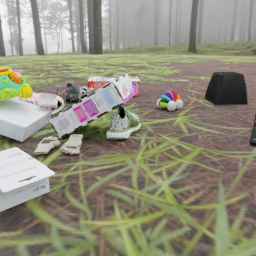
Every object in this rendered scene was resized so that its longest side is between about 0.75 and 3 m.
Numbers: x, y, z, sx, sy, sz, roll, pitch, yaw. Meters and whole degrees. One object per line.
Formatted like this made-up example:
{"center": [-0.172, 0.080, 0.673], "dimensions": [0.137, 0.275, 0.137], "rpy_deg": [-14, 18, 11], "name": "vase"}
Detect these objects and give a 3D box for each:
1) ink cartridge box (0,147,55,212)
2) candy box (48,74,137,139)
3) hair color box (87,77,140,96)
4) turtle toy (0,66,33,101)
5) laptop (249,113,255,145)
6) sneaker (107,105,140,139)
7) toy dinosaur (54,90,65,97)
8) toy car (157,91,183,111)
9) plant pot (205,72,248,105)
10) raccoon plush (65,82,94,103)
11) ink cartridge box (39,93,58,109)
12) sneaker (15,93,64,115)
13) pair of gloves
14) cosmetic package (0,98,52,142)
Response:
{"center": [-2.523, 1.116, 6.138], "dimensions": [1.128, 0.650, 1.948], "rpy_deg": [-17, 25, -41], "name": "ink cartridge box"}
{"center": [-1.139, -0.764, 9.608], "dimensions": [2.677, 0.817, 1.826], "rpy_deg": [-28, 9, 22], "name": "candy box"}
{"center": [-0.820, -2.444, 16.317], "dimensions": [2.956, 0.945, 1.639], "rpy_deg": [0, 18, -2], "name": "hair color box"}
{"center": [-4.367, -1.604, 10.039], "dimensions": [1.570, 1.089, 2.155], "rpy_deg": [-15, 23, -19], "name": "turtle toy"}
{"center": [5.437, -0.296, 9.259], "dimensions": [2.333, 1.360, 2.633], "rpy_deg": [9, 20, 26], "name": "laptop"}
{"center": [-0.086, -0.352, 9.944], "dimensions": [0.880, 1.014, 2.288], "rpy_deg": [5, 19, 14], "name": "sneaker"}
{"center": [-3.780, -1.806, 15.311], "dimensions": [0.922, 0.484, 0.837], "rpy_deg": [3, 35, -31], "name": "toy dinosaur"}
{"center": [1.965, -1.306, 13.044], "dimensions": [1.142, 0.856, 0.999], "rpy_deg": [-14, 24, -35], "name": "toy car"}
{"center": [5.077, -2.092, 14.415], "dimensions": [1.675, 1.490, 1.679], "rpy_deg": [-1, 18, -5], "name": "plant pot"}
{"center": [-2.515, -1.901, 14.799], "dimensions": [1.409, 1.018, 2.103], "rpy_deg": [5, 17, -9], "name": "raccoon plush"}
{"center": [-3.072, -1.034, 10.790], "dimensions": [0.656, 0.380, 1.126], "rpy_deg": [5, -7, -11], "name": "ink cartridge box"}
{"center": [-3.896, -1.049, 12.160], "dimensions": [2.328, 0.876, 1.217], "rpy_deg": [-4, 16, -25], "name": "sneaker"}
{"center": [-2.081, 0.532, 8.536], "dimensions": [1.362, 0.239, 1.158], "rpy_deg": [-4, 20, -3], "name": "pair of gloves"}
{"center": [-3.992, -0.389, 9.967], "dimensions": [1.740, 0.596, 2.308], "rpy_deg": [21, 18, 1], "name": "cosmetic package"}
